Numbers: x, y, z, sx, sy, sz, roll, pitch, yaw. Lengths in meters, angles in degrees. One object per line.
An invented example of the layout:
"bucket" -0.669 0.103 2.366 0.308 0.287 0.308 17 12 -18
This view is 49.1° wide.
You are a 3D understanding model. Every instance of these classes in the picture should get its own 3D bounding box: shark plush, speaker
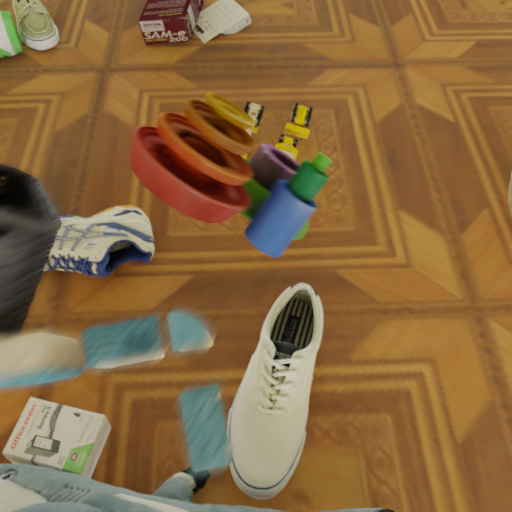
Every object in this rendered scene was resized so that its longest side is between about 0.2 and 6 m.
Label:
"shark plush" -0.788 2.627 5.684 4.533 2.059 1.888 -10 18 -5
"speaker" -5.852 -4.258 11.158 2.098 0.928 0.928 -18 55 -13

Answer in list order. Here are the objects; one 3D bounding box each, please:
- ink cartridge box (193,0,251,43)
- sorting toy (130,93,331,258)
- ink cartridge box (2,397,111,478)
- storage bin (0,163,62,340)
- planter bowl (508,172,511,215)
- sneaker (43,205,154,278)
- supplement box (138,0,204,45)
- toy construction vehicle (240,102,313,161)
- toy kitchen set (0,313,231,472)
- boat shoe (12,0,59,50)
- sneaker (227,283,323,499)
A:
"ink cartridge box" -0.825 -5.095 12.248 1.170 0.293 0.949 -36 60 -2
"sorting toy" 0.010 -0.929 5.866 1.623 1.109 2.701 47 22 24
"ink cartridge box" -2.355 2.189 6.670 0.991 0.416 0.721 11 54 8
"storage bin" -2.391 -0.245 4.258 1.329 0.922 1.966 19 9 -31
"planter bowl" 4.465 -0.761 8.508 1.369 0.922 1.369 -1 46 1
"sneaker" -2.522 -0.084 8.127 2.111 0.795 0.930 -18 55 -12
"supplement box" -1.777 -5.363 12.091 1.036 0.580 1.904 0 52 12
"toy construction vehicle" 0.309 -2.161 9.932 1.226 0.496 1.408 14 57 -3
"toy kitchen set" -0.942 1.022 3.893 1.377 0.811 1.103 -11 79 -3
"boat shoe" -4.848 -5.167 11.968 0.771 0.664 2.142 -25 57 -18
"sneaker" 0.229 1.496 6.850 0.979 0.949 2.680 9 54 6
